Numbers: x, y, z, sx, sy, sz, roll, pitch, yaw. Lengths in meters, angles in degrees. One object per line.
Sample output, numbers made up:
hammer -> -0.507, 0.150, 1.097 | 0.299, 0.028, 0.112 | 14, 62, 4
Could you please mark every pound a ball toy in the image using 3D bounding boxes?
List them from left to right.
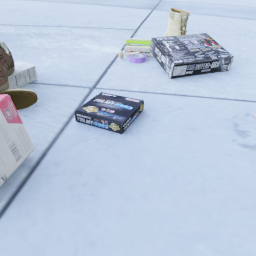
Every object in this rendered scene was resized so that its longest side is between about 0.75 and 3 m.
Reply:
pound a ball toy -> 0.421, -3.537, 12.989 | 1.641, 0.697, 1.070 | 3, 55, 4

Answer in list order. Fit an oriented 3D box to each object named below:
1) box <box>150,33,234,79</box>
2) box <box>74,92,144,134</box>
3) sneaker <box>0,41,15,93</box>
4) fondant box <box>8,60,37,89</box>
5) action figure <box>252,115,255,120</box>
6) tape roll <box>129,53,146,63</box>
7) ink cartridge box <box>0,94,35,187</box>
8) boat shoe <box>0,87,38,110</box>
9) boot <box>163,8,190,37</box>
box -> 2.588, -3.102, 11.725 | 2.781, 0.692, 2.193 | -11, 46, -17
box -> -0.519, -0.517, 8.377 | 1.572, 0.391, 1.560 | 15, 36, 22
sneaker -> -4.257, -1.932, 8.754 | 0.997, 1.069, 2.830 | -8, 30, -9
fondant box -> -4.626, -1.862, 10.282 | 1.471, 0.594, 2.040 | 17, 35, 25
action figure -> 4.278, -0.213, 7.785 | 1.538, 1.145, 1.030 | -43, 8, -30
tape roll -> 0.413, -3.157, 12.641 | 0.763, 0.250, 0.763 | -1, 33, 0
ink cartridge box -> -3.017, 0.417, 5.728 | 0.839, 1.485, 2.028 | -5, 29, 20
boat shoe -> -3.863, -0.962, 8.718 | 2.024, 0.749, 0.672 | -8, 39, -12
boot -> 2.530, -4.356, 12.925 | 0.855, 1.826, 2.349 | -13, 45, -26
